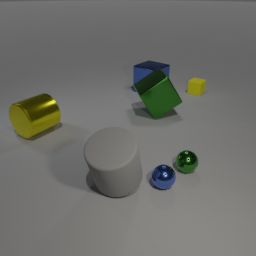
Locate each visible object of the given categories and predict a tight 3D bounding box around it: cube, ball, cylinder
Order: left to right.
[{"bbox_3d":[-3.577,-0.490,10.796,1.400,1.400,1.400,19,33,32],"label":"cylinder"},{"bbox_3d":[-0.358,0.930,7.602,1.400,1.400,1.400,-5,48,6],"label":"cylinder"},{"bbox_3d":[1.237,-2.666,14.890,1.400,1.400,1.400,22,35,34],"label":"cube"},{"bbox_3d":[1.275,-1.515,12.210,1.400,1.400,1.400,-33,29,7],"label":"cube"},{"bbox_3d":[1.017,1.391,8.018,0.700,0.700,0.700,0,28,0],"label":"ball"},{"bbox_3d":[1.828,1.038,8.685,0.700,0.700,0.700,0,28,0],"label":"ball"},{"bbox_3d":[3.609,-2.173,14.735,0.700,0.700,0.700,18,33,30],"label":"cube"}]
